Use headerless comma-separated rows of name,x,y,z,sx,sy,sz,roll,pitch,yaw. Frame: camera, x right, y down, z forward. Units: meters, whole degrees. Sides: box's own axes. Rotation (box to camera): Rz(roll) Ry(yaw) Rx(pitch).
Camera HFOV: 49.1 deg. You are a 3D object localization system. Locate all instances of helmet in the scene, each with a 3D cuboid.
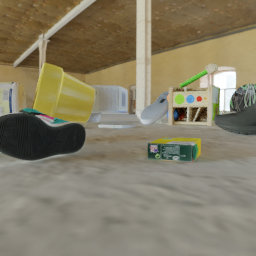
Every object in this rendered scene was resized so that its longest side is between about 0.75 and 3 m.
helmet,6.050,-1.114,13.845,2.177,2.177,2.076,2,-13,26

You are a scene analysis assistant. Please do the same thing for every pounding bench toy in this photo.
pounding bench toy,2.996,-1.538,12.977,2.188,2.805,1.742,3,4,29

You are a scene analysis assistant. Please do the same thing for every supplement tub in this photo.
supplement tub,-6.584,-1.210,13.614,2.832,2.053,2.053,-1,4,-9

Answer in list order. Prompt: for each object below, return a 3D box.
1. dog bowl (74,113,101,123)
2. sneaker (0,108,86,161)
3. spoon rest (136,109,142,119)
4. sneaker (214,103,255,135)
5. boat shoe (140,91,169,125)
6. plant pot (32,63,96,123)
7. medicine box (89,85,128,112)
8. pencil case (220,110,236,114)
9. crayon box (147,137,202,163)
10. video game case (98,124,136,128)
dog bowl,-2.510,-0.619,16.303,1.933,0.567,1.933,0,3,0
sneaker,-1.510,0.041,4.085,1.021,0.707,1.691,7,-1,28
spoon rest,1.342,-0.792,20.099,1.074,0.655,2.162,5,-8,40
sneaker,3.696,-0.384,7.651,2.582,1.172,0.980,0,6,23
boat shoe,1.567,-0.683,13.906,1.075,1.241,2.911,8,36,30
plant pot,-3.188,-1.445,13.948,2.721,2.892,2.892,15,-2,-21
medicine box,-1.679,-1.685,16.627,2.928,1.507,2.667,1,3,11
pencil case,4.533,-0.380,11.171,1.699,0.661,0.760,0,-30,6
crayon box,0.714,0.289,4.065,0.612,0.245,0.965,1,4,23
video game case,-0.416,-0.085,11.170,1.071,0.130,1.176,2,3,28
